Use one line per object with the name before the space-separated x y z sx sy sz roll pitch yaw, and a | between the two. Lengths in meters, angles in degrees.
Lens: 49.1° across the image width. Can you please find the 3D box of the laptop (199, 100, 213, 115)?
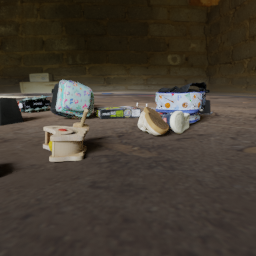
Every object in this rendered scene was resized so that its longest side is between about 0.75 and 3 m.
laptop | 4.130 -1.258 16.304 1.443 0.893 1.541 5 11 24

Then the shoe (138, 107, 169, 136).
shoe | 0.881 -0.136 10.494 0.986 0.753 2.820 32 12 -6

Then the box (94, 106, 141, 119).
box | -0.615 -0.860 15.105 2.203 0.488 1.765 -3 10 -17

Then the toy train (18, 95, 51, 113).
toy train | -5.980 -1.434 17.552 1.300 0.972 2.282 -9 5 34

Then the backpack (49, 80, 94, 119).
backpack | -2.620 -1.368 13.801 1.991 1.767 1.499 16 -17 -39

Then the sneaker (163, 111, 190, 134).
sneaker | 1.676 -0.240 10.568 0.947 0.840 2.240 6 1 22

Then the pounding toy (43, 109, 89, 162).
pounding toy | -1.680 0.067 7.393 1.192 1.196 2.084 4 9 -5

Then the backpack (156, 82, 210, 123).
backpack | 2.259 -1.096 12.542 2.397 1.847 2.283 -3 -1 27

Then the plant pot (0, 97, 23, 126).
plant pot | -5.732 -0.795 12.719 1.314 1.166 1.311 4 10 28

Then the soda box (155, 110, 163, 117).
soda box | 1.667 -0.771 14.919 1.060 0.375 0.336 -4 7 -23

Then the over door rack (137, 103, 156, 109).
over door rack | 1.169 -1.132 16.712 1.209 0.403 0.894 20 -6 -43
